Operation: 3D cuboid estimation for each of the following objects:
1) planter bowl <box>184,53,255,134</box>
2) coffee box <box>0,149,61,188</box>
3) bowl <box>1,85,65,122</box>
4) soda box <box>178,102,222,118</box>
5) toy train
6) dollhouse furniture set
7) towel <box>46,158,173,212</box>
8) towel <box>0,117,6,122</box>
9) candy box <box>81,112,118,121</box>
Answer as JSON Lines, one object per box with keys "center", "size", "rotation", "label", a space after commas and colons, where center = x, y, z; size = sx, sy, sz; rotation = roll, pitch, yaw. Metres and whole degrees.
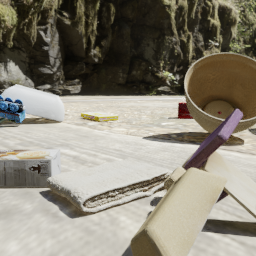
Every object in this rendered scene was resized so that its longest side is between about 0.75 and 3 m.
{"center": [2.373, -0.644, 6.922], "size": [2.023, 2.023, 1.362], "rotation": [1, -31, 8], "label": "planter bowl"}
{"center": [-1.393, 0.508, 3.624], "size": [0.940, 0.375, 0.537], "rotation": [0, 8, -2], "label": "coffee box"}
{"center": [-3.481, -0.993, 10.502], "size": [2.351, 0.878, 2.348], "rotation": [14, 3, -15], "label": "bowl"}
{"center": [3.054, -0.716, 11.368], "size": [2.037, 0.646, 0.713], "rotation": [1, 7, 10], "label": "soda box"}
{"center": [-3.855, -0.603, 8.912], "size": [1.201, 0.686, 0.521], "rotation": [11, 30, 1], "label": "toy train"}
{"center": [0.681, 0.856, 2.182], "size": [1.055, 1.178, 1.487], "rotation": [42, 46, 9], "label": "dollhouse furniture set"}
{"center": [-0.186, 0.632, 3.339], "size": [1.350, 0.233, 0.894], "rotation": [-7, 9, -38], "label": "towel"}
{"center": [-5.636, -0.427, 9.269], "size": [2.383, 0.670, 2.784], "rotation": [1, 8, -2], "label": "towel"}
{"center": [-1.162, -0.459, 11.088], "size": [0.849, 0.219, 1.662], "rotation": [-2, 8, -32], "label": "candy box"}
